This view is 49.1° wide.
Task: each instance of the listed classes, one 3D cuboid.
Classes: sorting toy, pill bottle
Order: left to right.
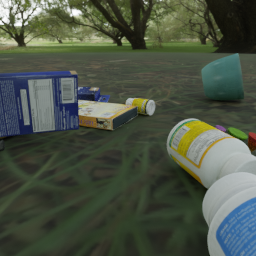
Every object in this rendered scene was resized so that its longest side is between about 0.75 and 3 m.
[{"bbox_3d":[0.372,-0.674,8.667,0.838,0.479,0.479,12,22,32],"label":"pill bottle"},{"bbox_3d":[1.351,0.471,4.446,0.884,0.884,1.568,-7,20,-20],"label":"pill bottle"},{"bbox_3d":[2.108,0.253,5.413,1.095,0.377,0.380,13,27,-13],"label":"sorting toy"},{"bbox_3d":[1.279,1.110,2.219,1.058,1.058,1.885,-2,19,-5],"label":"pill bottle"}]

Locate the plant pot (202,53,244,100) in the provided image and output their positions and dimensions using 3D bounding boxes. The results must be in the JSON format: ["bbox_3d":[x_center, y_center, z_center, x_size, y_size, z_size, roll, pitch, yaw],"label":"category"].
[{"bbox_3d":[3.494,-1.801,10.438,1.348,1.680,1.680,-7,15,20],"label":"plant pot"}]

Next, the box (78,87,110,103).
[{"bbox_3d":[-1.963,-1.267,10.680,2.464,0.399,1.492,2,18,1],"label":"box"}]

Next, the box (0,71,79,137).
[{"bbox_3d":[-2.119,-0.488,5.798,2.152,1.304,0.349,-6,27,-21],"label":"box"}]

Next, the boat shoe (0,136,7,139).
[{"bbox_3d":[-2.947,-0.275,6.748,0.911,0.838,2.548,11,22,41],"label":"boat shoe"}]

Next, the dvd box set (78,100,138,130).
[{"bbox_3d":[-1.068,-0.442,8.191,2.286,0.336,1.672,8,19,23],"label":"dvd box set"}]

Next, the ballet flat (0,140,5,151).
[{"bbox_3d":[-2.982,0.397,5.740,0.852,0.242,0.283,-8,20,-25],"label":"ballet flat"}]
